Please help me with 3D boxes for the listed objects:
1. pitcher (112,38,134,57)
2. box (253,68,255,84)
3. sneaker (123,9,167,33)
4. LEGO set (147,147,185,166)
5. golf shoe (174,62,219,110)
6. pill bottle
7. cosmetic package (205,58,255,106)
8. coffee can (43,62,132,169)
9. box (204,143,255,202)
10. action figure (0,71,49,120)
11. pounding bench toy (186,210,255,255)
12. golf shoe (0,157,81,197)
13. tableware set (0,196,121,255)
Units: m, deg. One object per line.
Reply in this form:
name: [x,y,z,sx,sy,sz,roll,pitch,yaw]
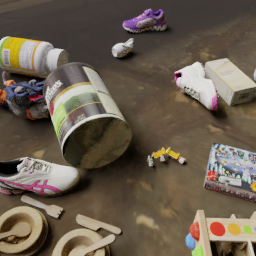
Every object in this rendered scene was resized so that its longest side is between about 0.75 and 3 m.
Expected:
pitcher: [-0.195,-3.626,12.593,0.967,0.830,0.586,-28,73,-27]
box: [5.862,-1.550,10.713,1.775,0.482,2.216,9,45,9]
sneaker: [0.879,-5.586,14.420,2.332,1.031,0.938,-8,46,-6]
LEGO set: [1.126,0.860,8.459,1.143,0.426,0.526,-3,79,-10]
golf shoe: [2.509,-1.458,10.410,1.228,1.011,2.684,-12,38,1]
pill bottle: [-3.793,-2.808,11.333,2.545,1.413,1.413,11,46,10]
cosmetic package: [3.875,-1.815,10.819,1.038,0.733,2.004,-14,47,-14]
coffee can: [-1.309,-0.433,8.490,2.001,2.001,2.734,-16,47,-16]
box: [3.342,1.295,7.881,2.155,0.430,1.475,14,46,14]
action figure: [-3.789,-1.106,10.063,2.615,1.414,2.703,28,24,17]
pounding bench toy: [2.061,2.863,5.743,1.521,1.212,1.950,1,45,1]
golf shoe: [-2.464,1.262,7.465,2.332,1.074,0.847,-2,47,-3]
tableware set: [-1.832,2.607,6.404,2.954,0.592,1.953,15,47,13]
